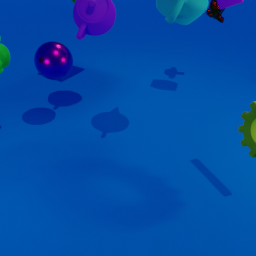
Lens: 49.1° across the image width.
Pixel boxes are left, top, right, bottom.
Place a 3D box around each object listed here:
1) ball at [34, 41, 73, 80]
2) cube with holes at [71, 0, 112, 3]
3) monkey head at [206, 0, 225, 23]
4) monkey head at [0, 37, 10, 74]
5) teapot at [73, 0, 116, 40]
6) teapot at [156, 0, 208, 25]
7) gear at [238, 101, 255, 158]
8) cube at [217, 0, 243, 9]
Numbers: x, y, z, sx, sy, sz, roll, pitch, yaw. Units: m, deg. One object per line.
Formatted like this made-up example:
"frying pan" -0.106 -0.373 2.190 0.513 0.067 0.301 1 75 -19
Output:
"ball" -2.069 -1.872 7.822 1.056 1.056 1.056 0 36 0
"cube with holes" -1.285 -5.034 9.454 1.338 1.338 1.338 42 57 6
"monkey head" 3.303 -4.297 10.130 0.866 0.725 1.204 33 48 -10
"monkey head" -3.299 -1.734 6.817 0.785 1.092 0.658 7 57 -14
"teapot" -0.927 -3.338 7.857 1.231 1.980 0.970 28 -1 -1
"teapot" 1.140 -2.803 6.242 1.176 0.926 1.891 27 41 -5
"gear" 2.930 0.046 5.827 0.244 1.321 1.321 -1 32 -30
"cube" 3.105 -4.198 8.506 0.711 0.711 0.711 -3 46 41
